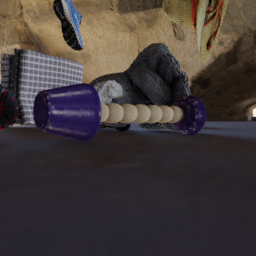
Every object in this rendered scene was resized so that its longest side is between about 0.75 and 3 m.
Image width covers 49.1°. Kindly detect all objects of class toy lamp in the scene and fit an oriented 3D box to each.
[{"bbox_3d":[0.012,-0.169,3.425,2.250,0.655,0.655,2,0,-38],"label":"toy lamp"}]

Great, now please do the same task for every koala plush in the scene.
[{"bbox_3d":[0.004,-0.630,5.277,1.888,1.735,1.674,-13,5,-16],"label":"koala plush"}]

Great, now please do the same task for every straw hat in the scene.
[{"bbox_3d":[1.431,-2.835,6.158,1.213,2.866,2.866,19,8,19],"label":"straw hat"}]

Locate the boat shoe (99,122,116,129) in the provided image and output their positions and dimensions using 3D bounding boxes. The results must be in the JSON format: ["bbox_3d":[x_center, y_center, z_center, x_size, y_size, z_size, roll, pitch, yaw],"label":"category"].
[{"bbox_3d":[-0.789,-0.205,6.826,1.583,0.566,0.520,13,35,19],"label":"boat shoe"}]

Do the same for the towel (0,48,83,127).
[{"bbox_3d":[-2.665,-1.195,9.186,1.219,2.359,2.849,8,6,31],"label":"towel"}]

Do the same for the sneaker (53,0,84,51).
[{"bbox_3d":[-1.812,-3.511,9.405,0.714,1.817,0.810,-13,7,46],"label":"sneaker"}]

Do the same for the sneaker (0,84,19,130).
[{"bbox_3d":[-2.037,-0.148,2.731,0.663,0.715,1.775,-18,-18,38],"label":"sneaker"}]
